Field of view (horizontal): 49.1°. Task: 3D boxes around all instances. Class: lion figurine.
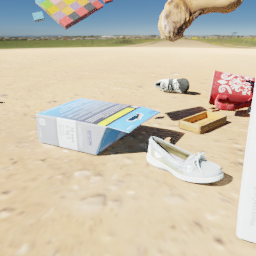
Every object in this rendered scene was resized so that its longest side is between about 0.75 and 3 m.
[{"bbox_3d":[1.881,-3.045,6.784,2.457,1.505,0.890,-13,-22,17],"label":"lion figurine"}]

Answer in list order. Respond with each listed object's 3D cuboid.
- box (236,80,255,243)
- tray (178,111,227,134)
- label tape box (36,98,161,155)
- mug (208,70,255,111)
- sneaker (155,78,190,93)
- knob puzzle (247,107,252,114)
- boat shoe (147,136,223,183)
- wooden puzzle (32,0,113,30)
[{"bbox_3d":[2.983,0.057,3.355,2.815,2.800,1.840,9,21,23],"label":"box"},{"bbox_3d":[2.122,-0.173,7.898,1.403,0.260,0.692,-19,27,-41],"label":"tray"},{"bbox_3d":[-0.669,-0.059,6.768,2.443,0.808,1.750,12,23,25],"label":"label tape box"},{"bbox_3d":[3.842,-1.169,9.928,1.803,1.600,1.203,10,-15,15],"label":"mug"},{"bbox_3d":[1.839,-1.786,12.002,0.786,0.658,1.775,-13,13,-32],"label":"sneaker"},{"bbox_3d":[4.342,-0.459,8.795,1.400,0.194,1.400,0,20,0],"label":"knob puzzle"},{"bbox_3d":[1.020,0.589,5.298,0.591,0.514,1.603,-17,26,-41],"label":"boat shoe"},{"bbox_3d":[-1.352,-2.936,6.538,1.918,0.135,1.137,-40,73,-20],"label":"wooden puzzle"}]
